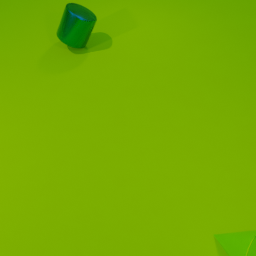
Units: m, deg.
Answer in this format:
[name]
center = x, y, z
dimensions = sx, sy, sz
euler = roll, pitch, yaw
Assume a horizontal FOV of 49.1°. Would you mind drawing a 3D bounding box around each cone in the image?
[cone]
center = 1.932, 2.107, 5.039
dimensions = 0.927, 0.927, 0.931
euler = -40, 27, -26

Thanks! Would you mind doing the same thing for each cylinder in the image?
[cylinder]
center = -1.570, -3.106, 8.540
dimensions = 0.975, 0.975, 0.975
euler = 21, 39, -18
